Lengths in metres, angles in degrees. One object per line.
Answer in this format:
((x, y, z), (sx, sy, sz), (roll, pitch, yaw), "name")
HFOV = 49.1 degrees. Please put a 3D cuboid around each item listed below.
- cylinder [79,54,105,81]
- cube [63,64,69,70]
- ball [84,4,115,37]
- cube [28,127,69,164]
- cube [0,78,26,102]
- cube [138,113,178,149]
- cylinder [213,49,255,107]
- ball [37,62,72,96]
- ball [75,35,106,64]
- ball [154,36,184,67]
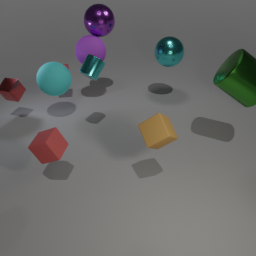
((-1.270, -2.143, 9.931), (0.700, 0.700, 0.700), (27, 0, 0), "cylinder")
((-3.233, -2.694, 13.607), (0.700, 0.700, 0.700), (-5, 24, -11), "cube")
((-1.286, -4.815, 12.568), (1.400, 1.400, 1.400), (0, 32, 0), "ball")
((-2.290, 0.514, 8.109), (0.700, 0.700, 0.700), (-15, 33, 25), "cube")
((-4.891, -1.609, 11.785), (0.700, 0.700, 0.700), (9, 62, 20), "cube")
((0.818, 0.103, 7.590), (0.700, 0.700, 0.700), (16, 48, -60), "cube")
((3.794, -1.622, 9.190), (1.400, 1.400, 1.400), (34, 33, -8), "cylinder")
((-3.052, -2.025, 11.597), (1.400, 1.400, 1.400), (0, 32, 0), "ball")
((-1.690, -3.488, 12.717), (1.400, 1.400, 1.400), (0, 32, 0), "ball")
((1.939, -3.574, 13.163), (1.400, 1.400, 1.400), (0, 32, 0), "ball")
